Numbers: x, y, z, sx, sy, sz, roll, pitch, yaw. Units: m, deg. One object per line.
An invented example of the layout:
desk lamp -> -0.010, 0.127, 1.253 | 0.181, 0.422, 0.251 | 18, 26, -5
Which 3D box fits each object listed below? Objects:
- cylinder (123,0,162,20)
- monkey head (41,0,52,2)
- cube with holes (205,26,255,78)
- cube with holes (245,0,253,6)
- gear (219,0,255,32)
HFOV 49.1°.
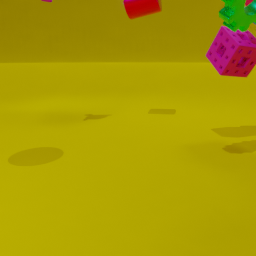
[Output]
cylinder -> 0.409, -3.684, 7.971 | 0.943, 0.943, 0.943 | -8, 12, 17
monkey head -> -2.042, -3.623, 6.978 | 0.816, 0.684, 1.134 | 42, 62, 13
cube with holes -> 2.358, -1.674, 6.202 | 0.757, 0.757, 0.757 | -1, 48, -22
cube with holes -> 3.050, -2.631, 5.621 | 0.881, 0.881, 0.881 | 16, 45, -12
gear -> 1.993, -2.130, 4.372 | 1.254, 1.254, 0.232 | -11, 51, -37
